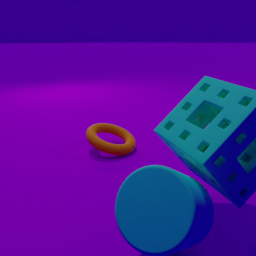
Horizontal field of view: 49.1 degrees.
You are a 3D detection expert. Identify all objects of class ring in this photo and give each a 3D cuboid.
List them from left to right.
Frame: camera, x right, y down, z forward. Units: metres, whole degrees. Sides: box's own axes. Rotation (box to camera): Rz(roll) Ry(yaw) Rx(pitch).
[{"bbox_3d":[-0.381,0.233,6.349,1.157,0.231,1.157,15,25,-7],"label":"ring"}]

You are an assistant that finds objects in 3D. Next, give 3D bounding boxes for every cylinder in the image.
[{"bbox_3d":[0.446,0.931,3.200,0.892,0.892,0.892,12,-10,31],"label":"cylinder"}]

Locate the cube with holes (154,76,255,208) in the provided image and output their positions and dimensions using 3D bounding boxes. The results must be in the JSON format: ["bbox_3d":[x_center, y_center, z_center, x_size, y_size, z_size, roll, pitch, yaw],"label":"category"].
[{"bbox_3d":[1.254,0.147,3.751,1.066,1.066,1.066,-47,33,-3],"label":"cube with holes"}]
